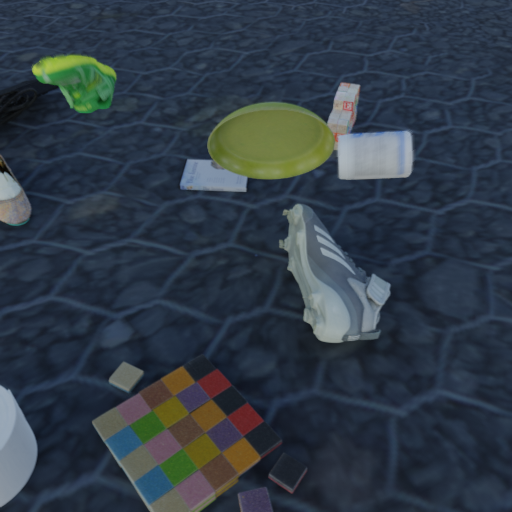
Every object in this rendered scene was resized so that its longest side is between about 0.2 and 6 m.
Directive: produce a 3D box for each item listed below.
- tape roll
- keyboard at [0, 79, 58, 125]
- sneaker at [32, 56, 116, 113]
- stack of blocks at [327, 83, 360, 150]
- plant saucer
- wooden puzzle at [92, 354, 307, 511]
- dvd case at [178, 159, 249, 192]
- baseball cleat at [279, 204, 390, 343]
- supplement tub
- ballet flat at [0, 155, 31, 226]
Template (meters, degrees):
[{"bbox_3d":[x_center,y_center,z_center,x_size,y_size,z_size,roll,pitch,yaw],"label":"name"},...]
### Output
[{"bbox_3d":[-3.311,2.219,6.486,1.294,0.889,1.294,0,43,0],"label":"tape roll"},{"bbox_3d":[-6.417,-2.782,12.186,4.534,0.898,2.360,-36,31,-31],"label":"keyboard"},{"bbox_3d":[-2.806,-2.748,9.052,0.725,0.818,1.958,0,9,15],"label":"sneaker"},{"bbox_3d":[1.873,-3.031,12.144,0.427,0.839,1.458,12,45,13],"label":"stack of blocks"},{"bbox_3d":[0.226,-1.780,8.591,1.935,1.935,0.301,-1,68,-1],"label":"plant saucer"},{"bbox_3d":[-0.852,2.242,6.967,1.704,0.202,2.873,-29,50,-27],"label":"wooden puzzle"},{"bbox_3d":[-0.810,-1.621,11.165,1.346,0.118,0.960,2,43,3],"label":"dvd case"},{"bbox_3d":[1.233,0.252,8.753,1.427,0.935,2.682,3,48,-13],"label":"baseball cleat"},{"bbox_3d":[1.592,-1.347,7.540,0.939,0.619,0.619,0,43,10],"label":"supplement tub"},{"bbox_3d":[-4.779,-1.333,10.442,0.692,0.684,2.033,-25,49,-25],"label":"ballet flat"}]
